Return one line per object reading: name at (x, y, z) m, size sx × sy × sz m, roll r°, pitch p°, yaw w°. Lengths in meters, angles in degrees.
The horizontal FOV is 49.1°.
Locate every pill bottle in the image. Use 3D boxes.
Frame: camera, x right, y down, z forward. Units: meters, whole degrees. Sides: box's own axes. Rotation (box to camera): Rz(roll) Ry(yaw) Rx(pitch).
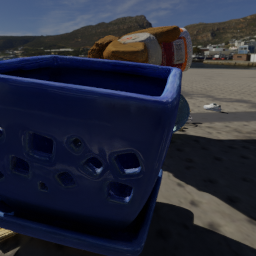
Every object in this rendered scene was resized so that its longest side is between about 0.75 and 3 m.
pill bottle at (0.729, -2.585, 9.832) m, size 2.696 × 1.539 × 1.539 m, roll -8°, pitch 16°, yaw -7°

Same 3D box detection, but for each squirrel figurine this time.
squirrel figurine at (0.107, -1.308, 8.418) m, size 2.972 × 2.773 × 2.103 m, roll 7°, pitch 37°, yaw 30°

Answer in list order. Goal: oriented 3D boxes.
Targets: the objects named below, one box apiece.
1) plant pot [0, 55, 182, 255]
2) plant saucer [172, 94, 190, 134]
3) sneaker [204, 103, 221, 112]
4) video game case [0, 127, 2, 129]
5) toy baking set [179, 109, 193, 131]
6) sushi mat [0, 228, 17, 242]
plant pot at (-0.593, 0.236, 4.160) m, size 2.526 × 2.271 × 2.526 m, roll 8°, pitch 20°, yaw 11°
plant saucer at (0.605, -0.495, 9.233) m, size 2.785 × 0.536 × 2.785 m, roll 0°, pitch 45°, yaw 0°
sneaker at (3.874, -0.984, 12.770) m, size 0.346 × 0.336 × 0.948 m, roll -10°, pitch 18°, yaw -34°
video game case at (-4.606, 0.084, 9.059) m, size 2.037 × 0.233 × 1.854 m, roll 4°, pitch 16°, yaw 12°
toy baking set at (1.348, -0.344, 10.296) m, size 1.805 × 0.274 × 2.352 m, roll 18°, pitch 31°, yaw 24°
sushi mat at (-1.289, 1.202, 5.047) m, size 2.549 × 0.154 × 1.219 m, roll -15°, pitch 22°, yaw -42°
